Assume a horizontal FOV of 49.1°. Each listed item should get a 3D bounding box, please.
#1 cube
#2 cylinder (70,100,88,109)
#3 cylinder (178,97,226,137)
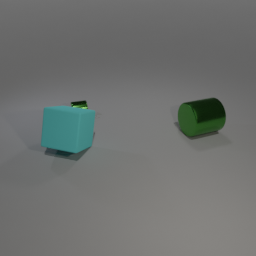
[{"bbox_3d":[-2.134,-0.004,10.161,1.400,1.400,1.400,9,9,13],"label":"cube"},{"bbox_3d":[-2.240,-0.888,12.886,0.700,0.700,0.700,-9,31,-16],"label":"cylinder"},{"bbox_3d":[2.968,-0.449,11.371,1.400,1.400,1.400,-11,31,-19],"label":"cylinder"}]
